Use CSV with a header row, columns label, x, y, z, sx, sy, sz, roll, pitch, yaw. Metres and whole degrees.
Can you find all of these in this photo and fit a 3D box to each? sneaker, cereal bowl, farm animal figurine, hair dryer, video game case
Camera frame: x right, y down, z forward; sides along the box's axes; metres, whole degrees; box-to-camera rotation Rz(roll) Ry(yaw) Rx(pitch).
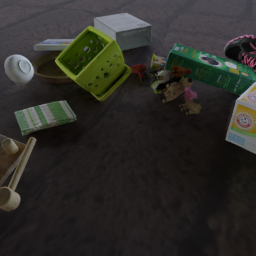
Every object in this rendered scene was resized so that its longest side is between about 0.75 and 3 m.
label,x,y,z,sx,sy,sz,roll,pitch,yaw
sneaker,1.495,-1.472,9.569,1.596,0.572,0.661,-19,66,-22
cereal bowl,-3.632,-2.029,9.540,0.426,1.023,1.023,-14,29,32
farm animal figurine,1.646,-1.153,8.635,0.805,1.544,1.527,-20,8,-34
hair dryer,0.455,-2.065,10.361,1.199,0.326,0.913,17,42,22
video game case,-2.722,-3.597,12.103,2.087,0.230,1.900,1,25,1
sneaker,4.989,-2.636,10.666,2.861,1.130,1.365,19,61,29

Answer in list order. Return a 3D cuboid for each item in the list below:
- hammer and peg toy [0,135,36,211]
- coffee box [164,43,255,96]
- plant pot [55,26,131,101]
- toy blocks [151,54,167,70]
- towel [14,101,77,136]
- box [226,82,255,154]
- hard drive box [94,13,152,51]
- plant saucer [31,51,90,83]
label,x,y,z,sx,sy,sz,roll,pitch,yaw
hammer and peg toy,-2.893,0.860,5.904,2.298,0.810,1.690,17,57,21
coffee box,2.752,-1.971,9.351,2.906,0.639,1.787,20,31,5
plant pot,-1.011,-1.972,8.964,1.684,1.528,1.676,-46,47,0
toy blocks,1.245,-2.526,10.934,0.638,0.467,0.934,13,38,-1
towel,-2.433,-0.348,8.265,1.563,0.183,1.192,-19,41,-21
box,3.900,-0.466,7.483,1.427,1.286,2.537,27,45,31
hard drive box,-0.281,-4.532,13.069,1.836,0.905,2.356,-18,41,-22
plant saucer,-2.447,-2.349,10.703,2.437,0.359,2.437,0,39,0
